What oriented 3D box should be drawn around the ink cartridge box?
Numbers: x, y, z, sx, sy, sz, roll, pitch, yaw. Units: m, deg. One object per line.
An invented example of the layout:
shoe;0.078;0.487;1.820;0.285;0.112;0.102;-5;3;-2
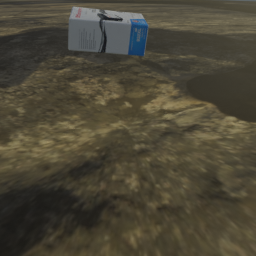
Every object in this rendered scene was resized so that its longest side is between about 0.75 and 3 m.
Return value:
ink cartridge box;-0.544;-2.544;7.326;1.917;0.803;1.391;2;34;-8
